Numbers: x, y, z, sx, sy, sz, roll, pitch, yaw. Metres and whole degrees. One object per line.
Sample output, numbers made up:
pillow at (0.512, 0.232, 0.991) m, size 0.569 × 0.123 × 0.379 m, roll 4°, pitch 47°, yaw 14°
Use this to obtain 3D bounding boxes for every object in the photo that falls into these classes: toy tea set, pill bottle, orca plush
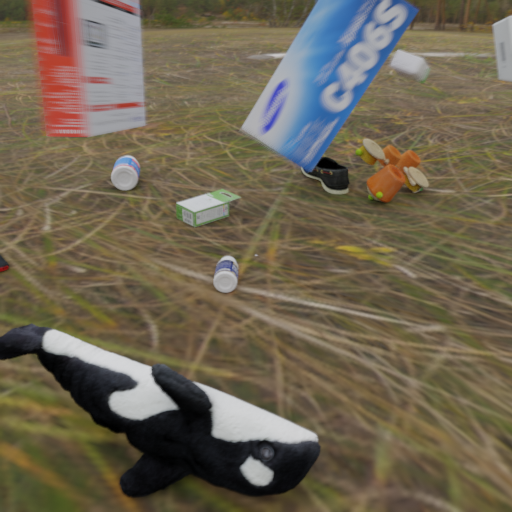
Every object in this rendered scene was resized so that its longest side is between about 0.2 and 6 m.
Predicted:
toy tea set at (2.908, -1.736, 12.140) m, size 2.239 × 0.829 × 1.332 m, roll -2°, pitch 55°, yaw -45°
pill bottle at (-0.454, 0.262, 8.641) m, size 0.358 × 0.358 × 0.644 m, roll 1°, pitch 27°, yaw 1°
orca plush at (-1.085, 1.610, 5.161) m, size 3.162 × 1.664 × 1.124 m, roll 24°, pitch 69°, yaw 0°
pill bottle at (-2.914, -1.900, 12.584) m, size 0.578 × 0.578 × 1.030 m, roll -3°, pitch 28°, yaw -6°

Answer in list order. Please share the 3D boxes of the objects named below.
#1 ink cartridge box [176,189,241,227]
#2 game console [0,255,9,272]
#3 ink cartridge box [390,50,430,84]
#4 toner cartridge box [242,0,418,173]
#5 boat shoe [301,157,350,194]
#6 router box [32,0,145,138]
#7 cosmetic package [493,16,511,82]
ink cartridge box at (-0.925, -0.945, 10.986) m, size 1.157 × 0.343 × 0.601 m, roll -23°, pitch 35°, yaw -37°
game console at (-4.840, 0.077, 9.170) m, size 1.179 × 0.207 × 1.333 m, roll -20°, pitch 34°, yaw -33°
ink cartridge box at (2.936, -3.586, 10.647) m, size 0.551 × 0.318 × 0.755 m, roll 29°, pitch 14°, yaw 22°
toner cartridge box at (1.151, -3.037, 9.251) m, size 1.429 × 3.009 × 0.650 m, roll 31°, pitch 18°, yaw -5°
boat shoe at (1.577, -1.990, 12.776) m, size 0.698 × 0.598 × 1.908 m, roll -9°, pitch 27°, yaw -15°
router box at (-2.070, -2.588, 7.259) m, size 0.523 × 1.921 × 2.141 m, roll 2°, pitch 16°, yaw 7°
cosmetic package at (3.238, -2.351, 6.027) m, size 1.106 × 0.680 × 1.102 m, roll -8°, pitch 16°, yaw 17°
